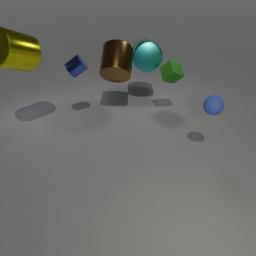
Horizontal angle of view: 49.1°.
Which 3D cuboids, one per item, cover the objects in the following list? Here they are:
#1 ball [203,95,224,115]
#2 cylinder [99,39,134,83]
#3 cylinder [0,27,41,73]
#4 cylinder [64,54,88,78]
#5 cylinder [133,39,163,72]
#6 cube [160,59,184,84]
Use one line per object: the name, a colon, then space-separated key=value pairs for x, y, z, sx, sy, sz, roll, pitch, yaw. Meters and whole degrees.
ball: x=2.949 y=-0.783 z=9.634 sx=0.700 sy=0.700 sz=0.700 roll=0 pitch=31 yaw=0
cylinder: x=-0.501 y=-2.939 z=12.417 sx=1.400 sy=1.400 sz=1.400 roll=4 pitch=72 yaw=6
cylinder: x=-4.158 y=-2.808 z=10.210 sx=1.400 sy=1.400 sz=1.400 roll=20 pitch=13 yaw=29
cylinder: x=-2.141 y=-2.545 z=11.558 sx=0.700 sy=0.700 sz=0.700 roll=-36 pitch=32 yaw=9
cylinder: x=0.891 y=-3.530 z=13.586 sx=1.400 sy=1.400 sz=1.400 roll=-1 pitch=23 yaw=-2
cube: x=1.932 y=-2.462 z=12.333 sx=0.700 sy=0.700 sz=0.700 roll=9 pitch=60 yaw=-38
